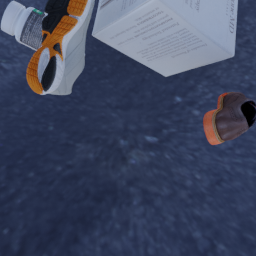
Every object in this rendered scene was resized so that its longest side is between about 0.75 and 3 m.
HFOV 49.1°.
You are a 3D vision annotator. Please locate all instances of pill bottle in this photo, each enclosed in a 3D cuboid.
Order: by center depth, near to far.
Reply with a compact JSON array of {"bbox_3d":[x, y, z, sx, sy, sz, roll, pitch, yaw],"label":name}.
[{"bbox_3d":[-2.016,-2.186,6.390,1.484,0.839,0.839,25,57,-15],"label":"pill bottle"}]

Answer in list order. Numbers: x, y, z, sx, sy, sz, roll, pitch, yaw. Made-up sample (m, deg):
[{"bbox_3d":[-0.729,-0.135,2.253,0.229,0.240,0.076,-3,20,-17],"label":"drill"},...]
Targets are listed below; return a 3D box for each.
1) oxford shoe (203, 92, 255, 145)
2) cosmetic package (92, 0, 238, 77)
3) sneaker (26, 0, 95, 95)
[{"bbox_3d":[2.051,-0.259,5.169,0.743,0.729,2.047,-15,14,36],"label":"oxford shoe"},{"bbox_3d":[0.902,-2.757,6.377,2.498,2.078,2.090,18,74,-37],"label":"cosmetic package"},{"bbox_3d":[-1.125,-1.618,5.306,0.815,0.990,2.153,27,97,20],"label":"sneaker"}]
